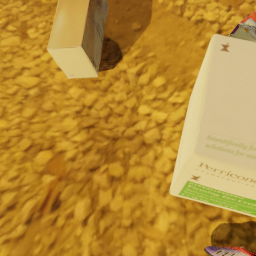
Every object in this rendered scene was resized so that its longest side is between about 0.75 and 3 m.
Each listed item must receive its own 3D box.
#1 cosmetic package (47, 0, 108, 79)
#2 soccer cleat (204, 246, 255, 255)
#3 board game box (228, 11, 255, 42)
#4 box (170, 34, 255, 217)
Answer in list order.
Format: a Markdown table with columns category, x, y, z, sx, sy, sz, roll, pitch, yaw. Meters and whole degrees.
| category | x | y | z | sx | sy | sz | roll | pitch | yaw |
| --- | --- | --- | --- | --- | --- | --- | --- | --- | --- |
| cosmetic package | -1.243 | -2.745 | 7.483 | 0.908 | 1.344 | 2.555 | -1 | 68 | 13 |
| soccer cleat | 2.195 | 2.614 | 5.811 | 1.208 | 0.412 | 0.442 | 17 | 91 | 5 |
| board game box | 3.965 | -2.481 | 7.338 | 2.893 | 1.517 | 1.490 | -38 | 81 | -17 |
| box | 2.620 | 0.131 | 5.719 | 2.819 | 2.427 | 2.833 | 14 | 61 | 6 |
